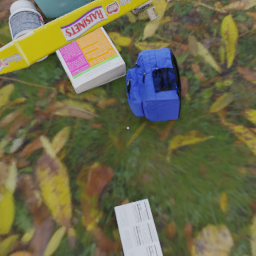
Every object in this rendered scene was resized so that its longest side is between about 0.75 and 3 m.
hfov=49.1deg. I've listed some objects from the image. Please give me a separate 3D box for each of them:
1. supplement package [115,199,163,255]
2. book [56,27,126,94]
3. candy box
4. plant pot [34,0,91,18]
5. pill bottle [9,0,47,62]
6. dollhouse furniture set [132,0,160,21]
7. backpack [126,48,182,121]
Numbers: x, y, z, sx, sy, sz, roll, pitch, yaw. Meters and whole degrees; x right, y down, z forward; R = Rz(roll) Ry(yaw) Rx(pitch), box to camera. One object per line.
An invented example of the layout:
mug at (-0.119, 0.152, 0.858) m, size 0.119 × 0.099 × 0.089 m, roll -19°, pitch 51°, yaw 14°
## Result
supplement package at (0.221, 2.374, 6.114) m, size 0.746 × 1.048 × 1.346 m, roll -12°, pitch 67°, yaw -5°
book at (-1.318, -2.359, 8.494) m, size 1.621 × 0.583 × 2.426 m, roll -25°, pitch 68°, yaw -8°
candy box at (-0.577, -1.528, 3.933) m, size 2.617 × 0.346 × 1.338 m, roll -39°, pitch 28°, yaw -28°
plant pot at (-2.248, -4.340, 8.739) m, size 1.475 × 1.838 × 1.838 m, roll -33°, pitch 70°, yaw 2°
pill bottle at (-3.018, -2.963, 8.471) m, size 1.029 × 1.029 × 1.720 m, roll -17°, pitch 68°, yaw -7°
dollhouse furniture set at (0.549, -3.838, 9.224) m, size 0.552 × 0.556 × 0.788 m, roll -31°, pitch 99°, yaw -12°
backpack at (0.691, -1.244, 7.516) m, size 1.465 × 1.418 × 1.745 m, roll -2°, pitch 67°, yaw 2°
